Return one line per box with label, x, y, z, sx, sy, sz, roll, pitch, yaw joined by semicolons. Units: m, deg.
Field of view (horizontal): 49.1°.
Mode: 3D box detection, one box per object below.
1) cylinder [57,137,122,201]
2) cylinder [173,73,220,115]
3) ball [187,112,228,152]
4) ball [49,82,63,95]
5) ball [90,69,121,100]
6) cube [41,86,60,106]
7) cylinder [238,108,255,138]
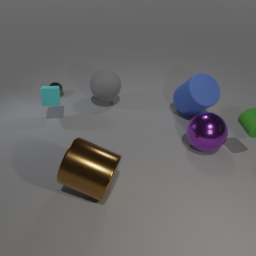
cylinder;-1.071;1.159;7.956;1.400;1.400;1.400;23;36;3
cylinder;2.799;-1.359;11.549;1.400;1.400;1.400;-15;-7;-21
ball;2.766;0.141;9.812;1.400;1.400;1.400;0;33;0
ball;-3.489;-1.858;13.491;0.700;0.700;0.700;0;33;0
ball;-1.007;-1.934;12.508;1.400;1.400;1.400;0;33;0
cube;-3.128;-1.308;11.357;0.700;0.700;0.700;-3;16;-11
cylinder;4.034;-0.165;9.005;0.700;0.700;0.700;-10;50;-14
